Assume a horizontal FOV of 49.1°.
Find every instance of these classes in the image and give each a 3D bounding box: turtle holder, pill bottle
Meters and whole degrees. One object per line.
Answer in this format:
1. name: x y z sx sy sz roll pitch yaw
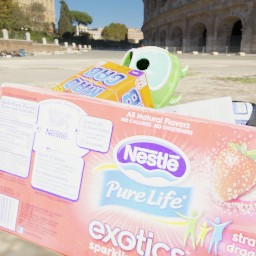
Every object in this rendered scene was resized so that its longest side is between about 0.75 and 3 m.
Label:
1. turtle holder: 0.469 -1.236 7.955 1.591 2.240 1.702 24 14 -25
2. pill bottle: 2.869 -0.328 7.397 1.239 0.694 0.694 2 17 6

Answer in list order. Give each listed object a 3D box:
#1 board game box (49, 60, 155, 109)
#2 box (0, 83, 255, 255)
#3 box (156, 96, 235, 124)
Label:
1. board game box: -0.418 -0.279 5.114 1.309 1.310 1.309 -35 38 -22
2. box: 0.138 0.467 2.703 2.685 1.378 1.271 11 5 20
3. box: 1.371 -0.036 5.653 1.568 0.975 0.764 -11 3 -35
